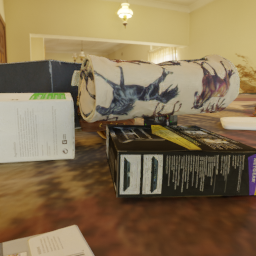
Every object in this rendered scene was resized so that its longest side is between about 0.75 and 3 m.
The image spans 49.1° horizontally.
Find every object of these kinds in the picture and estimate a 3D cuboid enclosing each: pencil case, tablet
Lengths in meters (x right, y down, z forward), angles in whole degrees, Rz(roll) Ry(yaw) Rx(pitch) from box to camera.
[{"bbox_3d":[0.400,-0.633,4.229,2.369,0.922,1.060,-5,25,-18],"label":"pencil case"},{"bbox_3d":[4.198,-0.129,7.884,2.979,0.203,1.938,3,9,16],"label":"tablet"}]

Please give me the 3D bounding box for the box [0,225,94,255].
[{"bbox_3d":[-0.777,0.858,0.749,1.667,0.343,1.300,-3,9,-26],"label":"box"}]

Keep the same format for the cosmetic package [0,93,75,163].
[{"bbox_3d":[-2.080,-0.034,4.514,2.340,0.993,1.259,-1,13,-15],"label":"cosmetic package"}]

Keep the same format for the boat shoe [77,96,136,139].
[{"bbox_3d":[-0.441,-0.115,6.044,0.785,0.737,2.182,2,-8,21],"label":"boat shoe"}]

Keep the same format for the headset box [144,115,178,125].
[{"bbox_3d":[0.779,-0.261,6.941,0.832,0.724,0.386,7,11,39],"label":"headset box"}]

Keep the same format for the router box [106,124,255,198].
[{"bbox_3d":[0.509,0.318,3.692,1.512,0.502,1.923,1,8,-7],"label":"router box"}]

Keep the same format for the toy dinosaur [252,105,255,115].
[{"bbox_3d":[5.406,-0.733,11.213,0.718,0.455,1.059,-2,0,33],"label":"toy dinosaur"}]

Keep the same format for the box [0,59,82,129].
[{"bbox_3d":[-1.983,-0.985,8.159,2.886,1.778,2.862,6,11,37],"label":"box"}]
